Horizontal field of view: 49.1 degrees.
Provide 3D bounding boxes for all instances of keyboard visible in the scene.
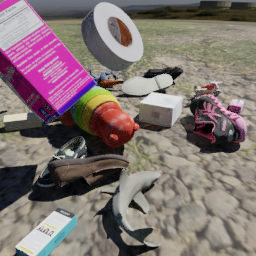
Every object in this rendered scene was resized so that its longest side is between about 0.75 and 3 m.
[{"bbox_3d":[1.878,-2.640,14.231,2.443,1.272,0.484,-10,65,-36],"label":"keyboard"}]

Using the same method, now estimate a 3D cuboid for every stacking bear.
[{"bbox_3d":[-0.893,-0.384,9.354,1.807,1.692,2.976,-19,37,-31],"label":"stacking bear"}]

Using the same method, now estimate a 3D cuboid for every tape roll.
[{"bbox_3d":[-0.544,-3.410,10.567,0.811,2.456,2.456,-25,7,40],"label":"tape roll"}]

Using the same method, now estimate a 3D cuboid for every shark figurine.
[{"bbox_3d":[-0.006,1.482,6.199,1.464,1.023,2.450,2,25,6],"label":"shark figurine"}]

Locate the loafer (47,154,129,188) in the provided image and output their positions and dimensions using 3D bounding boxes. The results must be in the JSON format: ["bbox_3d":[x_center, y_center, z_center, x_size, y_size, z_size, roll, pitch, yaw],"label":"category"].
[{"bbox_3d":[-0.979,1.162,7.304,2.164,0.768,0.790,-4,-14,-22],"label":"loafer"}]

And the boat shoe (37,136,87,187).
[{"bbox_3d":[-1.825,0.875,7.796,0.753,0.601,1.991,9,28,17],"label":"boat shoe"}]

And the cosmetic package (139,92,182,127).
[{"bbox_3d":[1.277,-0.744,10.816,1.310,0.808,1.314,12,27,22],"label":"cosmetic package"}]

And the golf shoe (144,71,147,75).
[{"bbox_3d":[1.128,-3.000,15.842,0.427,0.337,0.928,-15,30,-28],"label":"golf shoe"}]

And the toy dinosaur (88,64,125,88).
[{"bbox_3d":[-1.544,-2.341,13.841,2.186,1.265,2.409,-36,52,-21],"label":"toy dinosaur"}]

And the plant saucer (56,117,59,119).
[{"bbox_3d":[-2.847,-0.735,11.376,1.591,0.286,1.591,0,27,0],"label":"plant saucer"}]

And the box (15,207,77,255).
[{"bbox_3d":[-1.593,2.139,5.607,0.501,0.299,1.217,14,30,26],"label":"box"}]

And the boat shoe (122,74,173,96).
[{"bbox_3d":[0.893,-1.989,13.611,2.552,0.929,0.788,-13,-11,-13],"label":"boat shoe"}]

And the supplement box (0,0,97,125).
[{"bbox_3d":[-2.319,-1.568,6.884,1.397,2.703,1.368,-47,14,-28],"label":"supplement box"}]

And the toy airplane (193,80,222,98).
[{"bbox_3d":[3.525,-1.569,12.380,1.262,0.891,1.256,-7,-8,13],"label":"toy airplane"}]

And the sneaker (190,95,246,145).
[{"bbox_3d":[2.748,-0.285,9.801,1.372,1.137,2.877,-18,29,-10],"label":"sneaker"}]

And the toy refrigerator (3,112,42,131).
[{"bbox_3d":[-3.825,-0.237,10.232,1.259,0.440,0.478,-9,35,-16],"label":"toy refrigerator"}]

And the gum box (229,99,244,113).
[{"bbox_3d":[4.558,-0.937,11.776,0.476,0.278,0.839,14,30,24],"label":"gum box"}]
